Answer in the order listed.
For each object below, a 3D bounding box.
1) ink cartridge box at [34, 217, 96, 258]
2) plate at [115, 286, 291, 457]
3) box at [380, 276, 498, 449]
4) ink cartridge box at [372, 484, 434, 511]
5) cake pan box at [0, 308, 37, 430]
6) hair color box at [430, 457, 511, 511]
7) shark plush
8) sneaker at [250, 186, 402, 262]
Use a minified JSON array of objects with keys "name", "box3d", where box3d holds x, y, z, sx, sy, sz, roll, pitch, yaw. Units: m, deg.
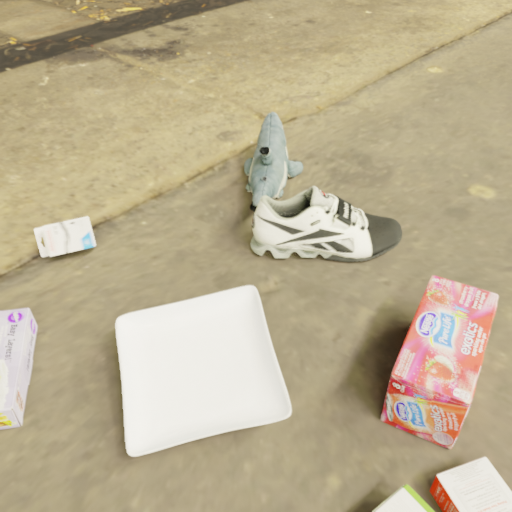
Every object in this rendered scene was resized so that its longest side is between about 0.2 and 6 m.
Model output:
[{"name":"ink cartridge box","box3d":[-3.718,-0.349,10.825,1.068,0.619,0.356,-14,8,-9]},{"name":"plate","box3d":[-0.849,1.660,8.345,2.301,0.373,2.306,-13,53,-5]},{"name":"box","box3d":[2.776,1.507,8.416,1.096,1.144,2.295,19,45,20]},{"name":"ink cartridge box","box3d":[1.629,3.535,6.540,1.362,0.516,1.007,-27,48,-26]},{"name":"cake pan box","box3d":[-4.518,1.760,8.597,1.972,0.560,2.141,-4,41,-8]},{"name":"hair color box","box3d":[2.889,3.295,6.870,0.787,0.454,1.420,-13,41,-15]},{"name":"shark plush","box3d":[0.078,-1.947,12.349,1.392,1.276,3.063,14,42,15]},{"name":"sneaker","box3d":[1.431,-0.680,10.838,3.025,1.339,1.121,-2,38,-6]}]
